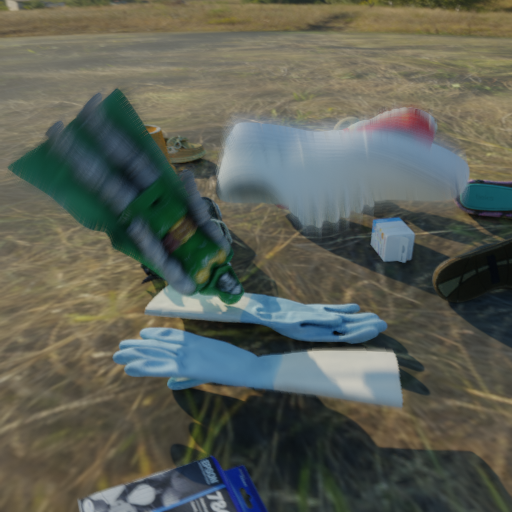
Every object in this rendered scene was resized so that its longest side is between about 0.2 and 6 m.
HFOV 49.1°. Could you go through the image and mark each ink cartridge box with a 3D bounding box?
[{"bbox_3d":[2.465,-0.274,10.088,0.519,0.533,0.829,-4,27,-7],"label":"ink cartridge box"},{"bbox_3d":[-0.730,2.385,5.198,1.665,0.326,0.828,-11,29,-22],"label":"ink cartridge box"}]

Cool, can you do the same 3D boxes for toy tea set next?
[{"bbox_3d":[2.269,-1.998,13.107,1.595,0.992,2.682,-31,48,9],"label":"toy tea set"}]

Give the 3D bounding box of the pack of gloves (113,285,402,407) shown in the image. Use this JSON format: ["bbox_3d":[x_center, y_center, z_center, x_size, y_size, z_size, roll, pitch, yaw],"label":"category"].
[{"bbox_3d":[0.049,1.244,7.372,3.404,0.672,2.860,6,15,8],"label":"pack of gloves"}]

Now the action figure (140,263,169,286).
[{"bbox_3d":[-1.629,-0.125,9.354,0.931,1.566,0.799,-29,-10,10],"label":"action figure"}]

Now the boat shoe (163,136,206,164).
[{"bbox_3d":[-2.530,-3.008,15.139,2.383,0.750,0.869,8,28,15],"label":"boat shoe"}]

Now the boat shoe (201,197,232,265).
[{"bbox_3d":[-0.878,-0.315,9.796,0.923,0.854,2.500,0,28,0],"label":"boat shoe"}]

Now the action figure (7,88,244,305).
[{"bbox_3d":[-1.350,-0.578,7.654,1.983,3.357,0.918,-49,14,-27],"label":"action figure"}]

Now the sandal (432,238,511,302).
[{"bbox_3d":[3.811,0.223,9.032,2.293,0.937,0.626,-14,8,-11],"label":"sandal"}]

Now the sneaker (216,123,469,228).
[{"bbox_3d":[0.988,-0.939,7.448,3.418,1.210,1.248,12,-12,33],"label":"sneaker"}]

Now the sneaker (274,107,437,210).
[{"bbox_3d":[1.731,-1.888,10.965,3.588,1.382,1.523,-25,14,20],"label":"sneaker"}]

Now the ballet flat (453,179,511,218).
[{"bbox_3d":[5.462,-1.115,11.504,2.698,0.933,0.960,8,9,16],"label":"ballet flat"}]

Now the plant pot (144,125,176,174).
[{"bbox_3d":[-2.637,-2.259,13.005,1.507,1.380,1.507,0,27,0],"label":"plant pot"}]
